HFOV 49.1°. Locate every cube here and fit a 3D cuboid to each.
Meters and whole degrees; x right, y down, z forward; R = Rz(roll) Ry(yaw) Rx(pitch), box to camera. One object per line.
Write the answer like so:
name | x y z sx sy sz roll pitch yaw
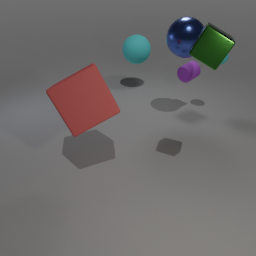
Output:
cube | 1.860 -1.828 6.226 0.700 0.700 0.700 32 30 0
cube | -1.193 -0.828 7.714 1.400 1.400 1.400 -29 16 1

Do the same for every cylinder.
cylinder | 2.515 -2.322 11.586 0.700 0.700 0.700 -33 42 -27

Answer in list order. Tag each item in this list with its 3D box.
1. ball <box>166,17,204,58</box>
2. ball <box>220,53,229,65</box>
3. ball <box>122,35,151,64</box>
ball | 2.069 -3.216 9.978 1.400 1.400 1.400 0 30 0
ball | 3.578 -2.828 10.965 0.700 0.700 0.700 0 30 0
ball | 0.425 -3.890 13.885 1.400 1.400 1.400 0 30 0
